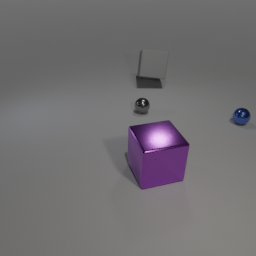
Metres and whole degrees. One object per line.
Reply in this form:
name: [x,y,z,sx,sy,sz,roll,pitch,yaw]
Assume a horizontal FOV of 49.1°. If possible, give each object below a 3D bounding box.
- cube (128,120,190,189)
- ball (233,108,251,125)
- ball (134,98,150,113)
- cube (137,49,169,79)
cube: [0.856,0.772,8.535,1.400,1.400,1.400,-9,34,-15]
ball: [4.704,-0.489,11.604,0.700,0.700,0.700,0,29,0]
ball: [0.636,-1.005,12.516,0.700,0.700,0.700,0,29,0]
cube: [1.322,-3.440,15.211,1.400,1.400,1.400,6,11,-4]
